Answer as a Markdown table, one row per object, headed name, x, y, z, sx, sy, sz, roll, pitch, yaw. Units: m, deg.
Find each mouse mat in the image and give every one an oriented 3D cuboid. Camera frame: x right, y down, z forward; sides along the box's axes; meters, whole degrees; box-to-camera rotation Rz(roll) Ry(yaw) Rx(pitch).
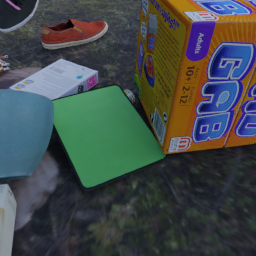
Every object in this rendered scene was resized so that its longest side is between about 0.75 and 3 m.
| name | x | y | z | sx | sy | sz | roll | pitch | yaw |
| --- | --- | --- | --- | --- | --- | --- | --- | --- | --- |
| mouse mat | -0.582 | 0.030 | 6.727 | 2.193 | 0.103 | 2.725 | -18 | 55 | -24 |

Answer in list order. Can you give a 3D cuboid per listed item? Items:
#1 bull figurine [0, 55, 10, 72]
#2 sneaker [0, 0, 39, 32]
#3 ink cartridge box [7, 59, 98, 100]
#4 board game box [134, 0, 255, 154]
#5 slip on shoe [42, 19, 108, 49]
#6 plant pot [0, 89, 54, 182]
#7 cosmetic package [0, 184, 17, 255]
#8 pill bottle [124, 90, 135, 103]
| name | x | y | z | sx | sy | sz | roll | pitch | yaw |
| --- | --- | --- | --- | --- | --- | --- | --- | --- | --- |
| bull figurine | -4.351 | -2.049 | 9.319 | 0.746 | 0.400 | 1.228 | -12 | 44 | -16 |
| sneaker | -2.522 | -3.504 | 6.685 | 0.920 | 2.601 | 1.290 | 41 | 4 | -6 |
| ink cartridge box | -2.244 | -1.168 | 8.215 | 1.533 | 0.539 | 2.569 | 23 | 43 | 24 |
| board game box | 2.001 | -1.605 | 6.690 | 2.986 | 2.985 | 2.988 | -5 | 41 | -12 |
| slip on shoe | -2.042 | -3.854 | 11.027 | 2.831 | 0.866 | 1.049 | -22 | 44 | -25 |
| plant pot | -2.547 | 0.297 | 5.623 | 2.191 | 2.191 | 1.476 | -7 | 78 | -8 |
| cosmetic package | -2.467 | 1.917 | 4.577 | 0.992 | 0.671 | 1.886 | -9 | 42 | -10 |
| pill bottle | -0.221 | -0.704 | 7.741 | 0.439 | 0.439 | 0.791 | 30 | 49 | 30 |
